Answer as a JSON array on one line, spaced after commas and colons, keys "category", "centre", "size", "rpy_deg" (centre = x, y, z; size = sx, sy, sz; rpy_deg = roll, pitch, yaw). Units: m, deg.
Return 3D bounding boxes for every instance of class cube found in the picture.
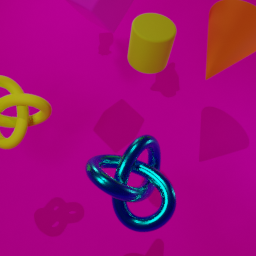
[{"category": "cube", "centre": [-0.646, -3.021, 6.469], "size": [1.010, 1.010, 1.010], "rpy_deg": [36, 97, 27]}]

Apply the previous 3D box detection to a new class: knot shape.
[{"category": "knot shape", "centre": [-2.344, -0.222, 5.534], "size": [1.429, 0.660, 1.337], "rpy_deg": [23, 105, -20]}, {"category": "knot shape", "centre": [0.011, 0.853, 4.768], "size": [1.541, 0.761, 1.647], "rpy_deg": [16, 58, -23]}]

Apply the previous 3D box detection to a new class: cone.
[{"category": "cone", "centre": [2.279, -1.819, 6.698], "size": [1.639, 1.639, 1.645], "rpy_deg": [31, 82, 13]}]

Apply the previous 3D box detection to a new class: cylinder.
[{"category": "cylinder", "centre": [0.436, -1.607, 5.365], "size": [0.812, 0.812, 0.812], "rpy_deg": [3, 57, -5]}]
